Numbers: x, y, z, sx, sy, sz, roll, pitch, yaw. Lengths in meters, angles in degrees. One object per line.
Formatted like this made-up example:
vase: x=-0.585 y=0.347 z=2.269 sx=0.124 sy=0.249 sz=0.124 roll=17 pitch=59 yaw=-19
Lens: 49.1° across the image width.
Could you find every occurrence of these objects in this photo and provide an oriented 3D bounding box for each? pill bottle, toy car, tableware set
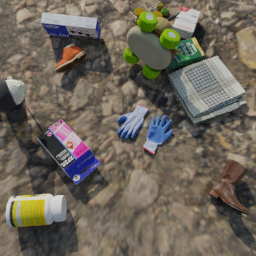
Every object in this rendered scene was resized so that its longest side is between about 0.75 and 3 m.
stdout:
pill bottle: x=-2.633 y=2.389 z=8.171 sx=1.542 sy=0.881 sz=0.881 roll=-4 pitch=66 yaw=-1
toy car: x=1.227 y=-3.336 z=10.307 sx=1.841 sy=1.916 sz=2.333 roll=39 pitch=55 yaw=4
tableware set: x=0.930 y=-4.818 z=11.817 sx=1.553 sy=0.238 sz=1.046 roll=-34 pitch=73 yaw=-15

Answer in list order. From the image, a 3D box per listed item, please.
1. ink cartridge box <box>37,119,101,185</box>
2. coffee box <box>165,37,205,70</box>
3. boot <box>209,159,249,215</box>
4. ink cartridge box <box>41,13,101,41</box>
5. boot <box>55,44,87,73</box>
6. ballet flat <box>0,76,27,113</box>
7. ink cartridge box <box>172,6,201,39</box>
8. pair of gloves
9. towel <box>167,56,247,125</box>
ink cartridge box: x=-1.930 y=0.709 z=9.016 sx=1.029 sy=0.403 sz=2.172 roll=-40 pitch=63 yaw=-16
coffee box: x=2.043 y=-2.882 z=10.846 sx=1.587 sy=0.349 sz=0.976 roll=-16 pitch=67 yaw=-7
boot: x=3.305 y=1.696 z=8.396 sx=1.315 sy=0.453 sz=1.411 roll=29 pitch=80 yaw=37
ink cartridge box: x=-2.177 y=-3.916 z=10.894 sx=2.109 sy=0.991 sz=0.466 roll=8 pitch=81 yaw=5
boot: x=-2.321 y=-2.641 z=10.594 sx=0.737 sy=0.516 sz=1.374 roll=46 pitch=65 yaw=3
ballet flat: x=-3.777 y=-1.179 z=8.891 sx=1.092 sy=2.989 sz=1.092 roll=-4 pitch=101 yaw=-19
ink cartridge box: x=2.351 y=-4.255 z=11.389 sx=0.846 sy=0.491 sz=1.173 roll=19 pitch=67 yaw=8
pair of gloves: x=0.560 y=-0.035 z=9.639 sx=1.871 sy=0.213 sz=1.504 roll=29 pitch=69 yaw=12
towel: x=2.872 y=-1.434 z=10.166 sx=2.240 sy=0.402 sz=2.326 roll=-21 pitch=68 yaw=-9
